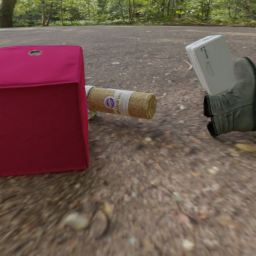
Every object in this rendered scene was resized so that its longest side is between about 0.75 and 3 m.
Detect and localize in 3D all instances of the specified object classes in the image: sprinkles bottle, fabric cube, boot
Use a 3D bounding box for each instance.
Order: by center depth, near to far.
[{"bbox_3d":[-1.993,-0.476,6.260,2.105,2.146,2.139,-3,33,-5],"label":"fabric cube"},{"bbox_3d":[2.783,-0.893,7.688,1.458,2.232,0.756,-3,-9,-6],"label":"boot"},{"bbox_3d":[-0.344,-0.790,8.502,2.343,0.799,0.799,9,26,24],"label":"sprinkles bottle"}]

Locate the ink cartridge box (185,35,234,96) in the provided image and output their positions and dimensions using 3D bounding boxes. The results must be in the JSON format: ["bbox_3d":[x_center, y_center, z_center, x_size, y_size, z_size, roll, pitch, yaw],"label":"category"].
[{"bbox_3d":[3.077,-2.346,10.400,1.077,1.870,2.562,-23,14,12],"label":"ink cartridge box"}]

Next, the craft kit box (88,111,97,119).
[{"bbox_3d":[-1.527,-0.455,9.041,0.768,0.186,0.759,11,29,23],"label":"craft kit box"}]
